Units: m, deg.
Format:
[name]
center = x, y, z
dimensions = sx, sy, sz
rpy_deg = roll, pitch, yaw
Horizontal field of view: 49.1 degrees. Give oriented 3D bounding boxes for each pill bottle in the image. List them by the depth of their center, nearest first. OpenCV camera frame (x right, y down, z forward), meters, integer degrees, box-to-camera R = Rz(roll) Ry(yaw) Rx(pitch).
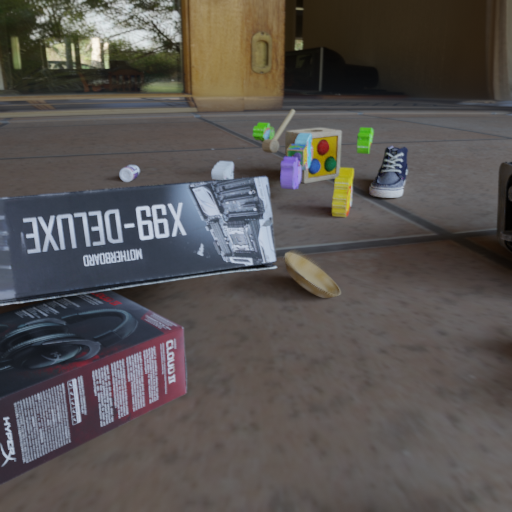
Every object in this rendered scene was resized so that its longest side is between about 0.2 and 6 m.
[pill bottle]
center = -3.419, -2.258, 15.219
dimensions = 0.381, 0.381, 0.684
rpy_deg = 3, 19, 8

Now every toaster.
[toaster]
center = 5.358, -0.505, 8.376
dimensions = 2.864, 1.699, 2.590
rpy_deg = 0, 20, -1

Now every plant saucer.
[plant saucer]
center = 0.755, 0.307, 7.874
dimensions = 0.950, 0.168, 0.950
rpy_deg = 32, 16, -10

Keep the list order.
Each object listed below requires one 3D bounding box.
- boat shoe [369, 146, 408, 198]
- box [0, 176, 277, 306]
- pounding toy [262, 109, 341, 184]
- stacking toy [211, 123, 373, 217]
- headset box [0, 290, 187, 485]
[boat shoe]
center = 3.312, -2.130, 13.883
dimensions = 0.837, 1.039, 2.241
rpy_deg = 6, 20, 16
[box]
center = -2.008, -0.277, 7.219
dimensions = 3.250, 1.025, 4.121
rpy_deg = -8, 6, -20
[pounding toy]
center = 1.250, -2.904, 14.825
dimensions = 2.101, 1.846, 0.961
rpy_deg = -14, 24, -34
[stacking toy]
center = 1.020, -2.207, 13.398
dimensions = 3.039, 0.947, 4.031
rpy_deg = 7, 33, 16
[headset box]
center = -1.802, 1.033, 5.404
dimensions = 2.093, 0.808, 1.558
rpy_deg = -18, 27, -41
